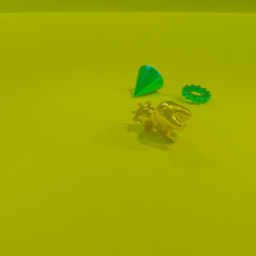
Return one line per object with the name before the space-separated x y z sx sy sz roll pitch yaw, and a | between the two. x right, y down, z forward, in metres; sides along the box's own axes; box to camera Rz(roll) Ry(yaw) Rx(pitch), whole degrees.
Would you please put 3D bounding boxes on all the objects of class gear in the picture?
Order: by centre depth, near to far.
gear | 2.645 -1.337 10.872 1.116 0.206 1.116 6 37 -4

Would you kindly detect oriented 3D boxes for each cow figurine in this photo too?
cow figurine | 0.862 -0.345 7.853 1.625 1.651 0.906 35 71 13

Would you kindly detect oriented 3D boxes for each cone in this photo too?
cone | 0.584 -1.669 11.468 1.287 1.287 1.292 19 56 35
